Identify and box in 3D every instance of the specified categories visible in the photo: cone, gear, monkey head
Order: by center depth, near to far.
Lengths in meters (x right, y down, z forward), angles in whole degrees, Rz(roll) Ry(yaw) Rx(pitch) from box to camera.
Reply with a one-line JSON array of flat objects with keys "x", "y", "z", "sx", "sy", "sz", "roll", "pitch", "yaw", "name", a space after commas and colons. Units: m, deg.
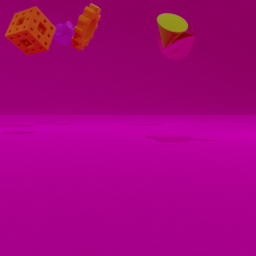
[{"x": 1.346, "y": -3.088, "z": 9.405, "sx": 1.027, "sy": 1.027, "sz": 1.031, "roll": -1, "pitch": -37, "yaw": -13, "name": "cone"}, {"x": 1.968, "y": -3.099, "z": 9.633, "sx": 1.462, "sy": 1.462, "sz": 1.468, "roll": -1, "pitch": 13, "yaw": -15, "name": "cone"}, {"x": -1.435, "y": -3.442, "z": 9.649, "sx": 0.289, "sy": 1.563, "sz": 1.563, "roll": 28, "pitch": 3, "yaw": -1, "name": "gear"}, {"x": -2.444, "y": -3.606, "z": 11.067, "sx": 0.907, "sy": 1.082, "sz": 1.504, "roll": -32, "pitch": -7, "yaw": 4, "name": "monkey head"}]

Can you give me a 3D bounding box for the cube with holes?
[{"x": -2.999, "y": -2.978, "z": 8.688, "sx": 0.922, "sy": 0.922, "sz": 0.922, "roll": -3, "pitch": -27, "yaw": 28, "name": "cube with holes"}]
